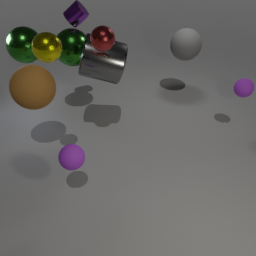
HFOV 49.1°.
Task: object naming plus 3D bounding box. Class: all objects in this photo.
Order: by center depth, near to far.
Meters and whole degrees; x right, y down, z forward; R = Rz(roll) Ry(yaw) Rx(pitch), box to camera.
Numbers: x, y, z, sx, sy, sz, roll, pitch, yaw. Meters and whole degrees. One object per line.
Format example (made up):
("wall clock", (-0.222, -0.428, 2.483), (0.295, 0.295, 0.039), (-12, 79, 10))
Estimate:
("ball", (-1.901, -1.892, 6.583), (0.700, 0.700, 0.700), (0, 34, 0))
("ball", (-1.492, 0.773, 7.439), (0.700, 0.700, 0.700), (0, 34, 0))
("ball", (-0.705, -2.495, 7.823), (0.700, 0.700, 0.700), (0, 34, 0))
("ball", (-2.972, -1.271, 8.775), (1.400, 1.400, 1.400), (0, 34, 0))
("cylinder", (-0.862, -2.321, 9.462), (1.400, 1.400, 1.400), (12, 32, -13))
("ball", (4.243, -1.467, 10.261), (0.700, 0.700, 0.700), (0, 34, 0))
("cylinder", (-1.931, -4.256, 10.464), (0.700, 0.700, 0.700), (-36, 29, 19))
("ball", (-2.120, -3.067, 10.677), (1.400, 1.400, 1.400), (0, 34, 0))
("ball", (-4.052, -3.255, 11.008), (1.400, 1.400, 1.400), (0, 34, 0))
("ball", (2.594, -3.734, 12.556), (1.400, 1.400, 1.400), (0, 34, 0))
